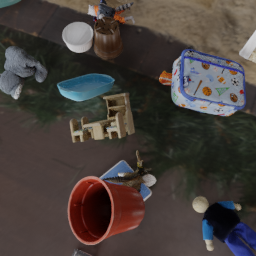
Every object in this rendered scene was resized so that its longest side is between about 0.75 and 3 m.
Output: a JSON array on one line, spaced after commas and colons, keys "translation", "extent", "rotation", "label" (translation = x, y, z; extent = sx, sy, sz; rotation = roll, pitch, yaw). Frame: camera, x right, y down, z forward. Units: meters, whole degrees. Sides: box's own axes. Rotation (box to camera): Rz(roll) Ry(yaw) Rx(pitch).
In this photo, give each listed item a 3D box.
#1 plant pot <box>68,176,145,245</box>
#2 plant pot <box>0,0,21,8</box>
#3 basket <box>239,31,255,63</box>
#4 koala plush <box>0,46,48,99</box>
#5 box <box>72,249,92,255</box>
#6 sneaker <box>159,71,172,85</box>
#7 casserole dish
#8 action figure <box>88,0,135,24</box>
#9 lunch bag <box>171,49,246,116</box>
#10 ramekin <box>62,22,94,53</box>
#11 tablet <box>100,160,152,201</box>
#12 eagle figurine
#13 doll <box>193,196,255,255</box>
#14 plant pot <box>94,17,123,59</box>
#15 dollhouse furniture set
[{"translation": [-0.508, 2.313, 8.062], "extent": [1.746, 1.698, 1.746], "rotation": [-10, 73, 37], "label": "plant pot"}, {"translation": [-5.446, -6.370, 12.253], "extent": [1.617, 2.015, 2.015], "rotation": [-18, 68, -18], "label": "plant pot"}, {"translation": [6.251, -3.877, 11.128], "extent": [1.830, 2.011, 2.967], "rotation": [38, 72, 11], "label": "basket"}, {"translation": [-4.292, -2.048, 10.680], "extent": [1.541, 1.597, 1.738], "rotation": [30, 82, 13], "label": "koala plush"}, {"translation": [-1.479, 4.263, 8.542], "extent": [0.710, 0.217, 0.896], "rotation": [20, 68, 8], "label": "box"}, {"translation": [1.994, -1.889, 11.023], "extent": [1.494, 0.545, 0.576], "rotation": [22, 70, 9], "label": "sneaker"}, {"translation": [-1.474, -1.471, 10.089], "extent": [1.349, 0.432, 2.227], "rotation": [22, 33, 33], "label": "casserole dish"}, {"translation": [-0.788, -5.206, 12.223], "extent": [1.933, 1.045, 1.998], "rotation": [-5, 66, -11], "label": "action figure"}, {"translation": [2.937, -1.730, 10.363], "extent": [2.802, 1.059, 2.245], "rotation": [12, 70, -13], "label": "lunch bag"}, {"translation": [-2.059, -3.766, 11.788], "extent": [1.299, 0.605, 1.299], "rotation": [0, 66, 1], "label": "ramekin"}, {"translation": [-0.589, 2.375, 9.387], "extent": [2.448, 0.167, 1.593], "rotation": [-38, 71, -16], "label": "tablet"}, {"translation": [-0.048, 1.732, 9.128], "extent": [1.629, 1.229, 1.236], "rotation": [-36, 90, -33], "label": "eagle figurine"}, {"translation": [3.086, 3.178, 8.789], "extent": [1.769, 0.628, 2.593], "rotation": [-41, 73, -17], "label": "doll"}, {"translation": [-0.825, -3.718, 11.423], "extent": [1.275, 1.262, 1.275], "rotation": [0, 67, -1], "label": "plant pot"}, {"translation": [-0.682, -0.405, 9.266], "extent": [1.752, 1.999, 1.328], "rotation": [-6, 96, 27], "label": "dollhouse furniture set"}]
